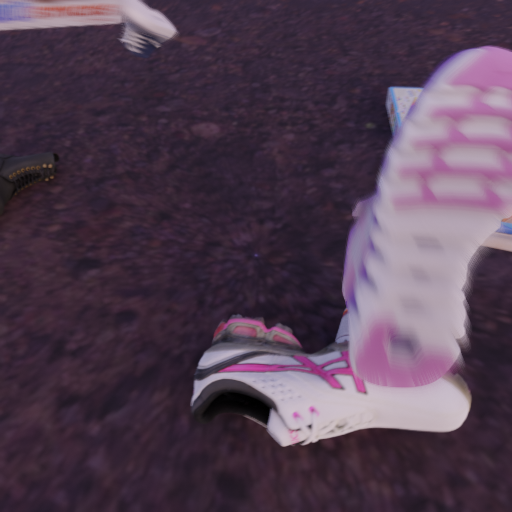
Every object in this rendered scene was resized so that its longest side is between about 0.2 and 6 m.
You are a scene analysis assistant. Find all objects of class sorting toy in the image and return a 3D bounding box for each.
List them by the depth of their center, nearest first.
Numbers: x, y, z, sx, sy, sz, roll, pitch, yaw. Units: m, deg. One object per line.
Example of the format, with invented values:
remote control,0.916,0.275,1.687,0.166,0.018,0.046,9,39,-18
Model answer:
sorting toy,3.636,-0.683,9.569,1.661,0.244,1.227,13,43,14

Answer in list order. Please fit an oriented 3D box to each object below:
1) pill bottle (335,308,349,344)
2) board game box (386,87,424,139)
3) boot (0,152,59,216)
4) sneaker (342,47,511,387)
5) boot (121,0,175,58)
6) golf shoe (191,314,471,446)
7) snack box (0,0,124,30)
pill bottle,1.301,1.111,7.276,0.523,0.523,0.955,12,42,14
board game box,3.785,-2.817,11.890,1.733,0.441,2.578,3,41,4
boot,-4.220,-1.377,10.053,1.363,0.763,1.970,-8,42,-17
sneaker,1.243,-0.304,4.391,1.057,2.628,1.162,8,26,-9
boot,-1.937,-3.693,9.307,0.622,0.772,1.709,49,16,0
golf shoe,0.762,1.637,6.308,3.071,1.115,1.414,6,44,20
snack box,-3.304,-3.495,7.148,3.374,1.213,0.410,-17,69,-30
